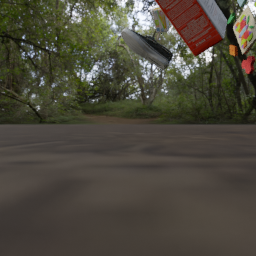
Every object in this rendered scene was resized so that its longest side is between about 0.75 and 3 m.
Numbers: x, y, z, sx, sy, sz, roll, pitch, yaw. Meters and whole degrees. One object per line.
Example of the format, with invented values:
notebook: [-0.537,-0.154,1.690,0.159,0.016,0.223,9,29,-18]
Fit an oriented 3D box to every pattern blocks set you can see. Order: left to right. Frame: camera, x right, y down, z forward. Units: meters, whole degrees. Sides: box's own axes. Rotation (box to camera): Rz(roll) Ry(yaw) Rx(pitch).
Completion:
pattern blocks set: [3.286,-2.699,7.790,0.163,2.007,1.764,-2,-40,-12]

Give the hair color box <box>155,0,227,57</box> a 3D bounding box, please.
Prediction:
hair color box: [1.271,-3.199,6.666,0.851,2.661,1.476,-27,21,36]

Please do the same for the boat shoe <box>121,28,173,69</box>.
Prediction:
boat shoe: [0.586,-2.468,8.415,1.719,0.609,0.619,37,-15,-7]

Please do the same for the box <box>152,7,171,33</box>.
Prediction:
box: [1.347,-4.358,11.230,0.519,0.923,0.468,0,37,26]
